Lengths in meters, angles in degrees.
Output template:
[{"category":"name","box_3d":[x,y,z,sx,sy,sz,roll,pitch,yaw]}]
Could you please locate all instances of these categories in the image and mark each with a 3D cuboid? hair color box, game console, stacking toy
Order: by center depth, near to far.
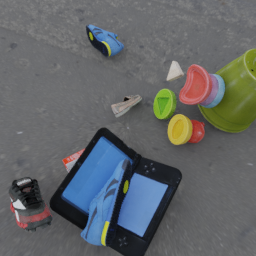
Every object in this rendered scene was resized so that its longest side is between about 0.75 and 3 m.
[{"category":"game console","box_3d":[-0.198,1.406,6.442,2.039,1.349,2.318,15,62,35]},{"category":"hair color box","box_3d":[-0.838,0.890,7.314,1.490,0.826,0.476,-26,20,-17]},{"category":"stacking toy","box_3d":[1.750,-0.756,8.058,0.912,2.159,1.954,8,28,-30]}]

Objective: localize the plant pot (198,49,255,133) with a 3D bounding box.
[{"category":"plant pot","box_3d":[3.252,-1.140,7.865,1.941,1.869,1.941,7,62,-14]}]

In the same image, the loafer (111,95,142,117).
[{"category":"loafer","box_3d":[-0.026,-0.784,8.555,0.411,0.470,1.308,57,44,-9]}]

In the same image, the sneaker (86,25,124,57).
[{"category":"sneaker","box_3d":[-0.878,-3.302,10.382,0.782,0.658,1.995,-28,52,-19]}]

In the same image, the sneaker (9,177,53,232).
[{"category":"sneaker","box_3d":[-2.174,1.579,6.090,0.656,0.907,1.856,-11,12,-32]}]

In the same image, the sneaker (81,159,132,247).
[{"category":"sneaker","box_3d":[-0.491,1.568,6.288,0.778,0.654,1.985,9,65,23]}]
